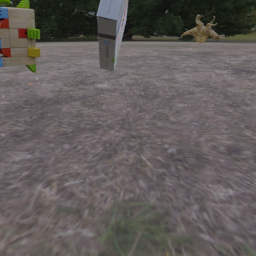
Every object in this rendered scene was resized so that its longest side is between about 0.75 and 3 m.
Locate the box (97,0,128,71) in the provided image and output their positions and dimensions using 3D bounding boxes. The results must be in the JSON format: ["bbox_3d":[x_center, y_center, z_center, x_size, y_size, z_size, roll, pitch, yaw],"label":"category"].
[{"bbox_3d":[-0.397,-3.170,8.052,0.551,2.086,2.675,12,-16,-2],"label":"box"}]

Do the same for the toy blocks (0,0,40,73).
[{"bbox_3d":[-4.155,-3.151,9.702,1.264,2.529,1.729,25,30,37],"label":"toy blocks"}]

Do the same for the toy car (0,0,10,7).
[{"bbox_3d":[-3.507,-3.714,6.664,1.205,1.254,1.527,-18,11,-20],"label":"toy car"}]

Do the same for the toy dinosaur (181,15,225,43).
[{"bbox_3d":[2.133,-2.948,8.360,0.448,0.778,1.538,-14,26,-44],"label":"toy dinosaur"}]
